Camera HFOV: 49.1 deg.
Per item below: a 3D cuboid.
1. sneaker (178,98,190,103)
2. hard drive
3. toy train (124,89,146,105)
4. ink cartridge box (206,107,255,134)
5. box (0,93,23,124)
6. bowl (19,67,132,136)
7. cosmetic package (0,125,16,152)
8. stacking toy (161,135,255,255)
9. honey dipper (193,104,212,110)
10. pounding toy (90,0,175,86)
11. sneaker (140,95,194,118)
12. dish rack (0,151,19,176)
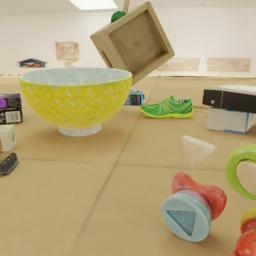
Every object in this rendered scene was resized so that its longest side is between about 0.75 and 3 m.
[{"bbox_3d":[2.514,-1.194,12.656,0.485,0.314,0.895,5,17,14],"label":"sneaker"},{"bbox_3d":[3.789,-0.746,7.551,2.914,0.551,2.036,17,21,40],"label":"hard drive"},{"bbox_3d":[0.030,-1.402,12.879,1.526,0.662,0.872,3,19,12],"label":"toy train"},{"bbox_3d":[3.033,-0.336,8.190,1.071,0.618,1.476,8,15,32],"label":"ink cartridge box"},{"bbox_3d":[-3.974,-0.662,9.181,0.937,0.813,1.532,-5,14,-21],"label":"box"},{"bbox_3d":[-1.314,-0.679,7.414,2.849,1.533,2.849,1,20,0],"label":"bowl"},{"bbox_3d":[-3.162,0.238,6.032,1.305,0.464,0.687,-2,13,-10],"label":"cosmetic package"},{"bbox_3d":[0.862,0.722,2.632,1.252,1.133,0.529,11,28,35],"label":"stacking toy"},{"bbox_3d":[3.019,-0.787,10.559,0.486,0.486,2.557,-8,14,-32],"label":"honey dipper"},{"bbox_3d":[0.059,-3.409,10.447,2.501,2.717,1.932,-37,22,-13],"label":"pounding toy"},{"bbox_3d":[1.327,-0.760,9.696,1.865,0.779,0.691,-1,14,-1],"label":"sneaker"},{"bbox_3d":[-2.462,0.623,4.909,0.911,0.248,0.699,-3,12,-3],"label":"dish rack"}]
